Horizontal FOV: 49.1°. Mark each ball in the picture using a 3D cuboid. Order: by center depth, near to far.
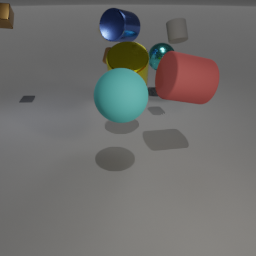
[{"bbox_3d":[-0.181,-0.831,7.222,1.400,1.400,1.400,0,27,0],"label":"ball"},{"bbox_3d":[1.669,-3.510,13.919,1.400,1.400,1.400,0,27,0],"label":"ball"}]

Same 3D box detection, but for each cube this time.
[{"bbox_3d":[-4.920,-4.383,10.949,0.700,0.700,0.700,1,-10,-7],"label":"cube"}]

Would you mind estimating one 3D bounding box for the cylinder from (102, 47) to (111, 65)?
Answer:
[{"bbox_3d":[-0.886,-3.628,14.226,0.700,0.700,0.700,12,-9,2],"label":"cylinder"}]

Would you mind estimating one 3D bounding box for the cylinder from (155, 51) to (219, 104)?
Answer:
[{"bbox_3d":[1.734,-1.478,8.396,1.400,1.400,1.400,5,24,-22],"label":"cylinder"}]

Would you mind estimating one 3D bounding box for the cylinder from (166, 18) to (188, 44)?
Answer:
[{"bbox_3d":[1.739,-3.429,9.917,0.700,0.700,0.700,-8,1,0],"label":"cylinder"}]

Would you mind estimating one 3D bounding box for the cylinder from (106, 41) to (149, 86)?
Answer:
[{"bbox_3d":[-0.001,-1.977,9.636,1.400,1.400,1.400,-1,62,1],"label":"cylinder"}]

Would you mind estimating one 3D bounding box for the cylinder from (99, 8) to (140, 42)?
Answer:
[{"bbox_3d":[-0.352,-4.650,12.793,1.400,1.400,1.400,15,20,27],"label":"cylinder"}]
